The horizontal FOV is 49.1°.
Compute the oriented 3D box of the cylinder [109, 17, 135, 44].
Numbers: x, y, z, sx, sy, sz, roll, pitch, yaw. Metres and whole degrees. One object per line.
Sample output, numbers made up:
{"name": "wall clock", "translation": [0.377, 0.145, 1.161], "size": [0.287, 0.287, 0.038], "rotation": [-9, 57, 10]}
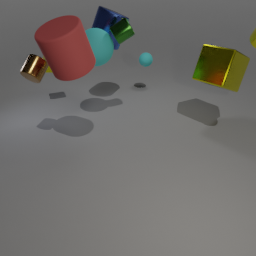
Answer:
{"name": "cylinder", "translation": [-0.214, -3.567, 10.309], "size": [0.700, 0.700, 0.700], "rotation": [-31, 31, 8]}

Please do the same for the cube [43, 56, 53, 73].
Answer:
{"name": "cube", "translation": [-3.425, -2.993, 12.661], "size": [0.700, 0.700, 0.700], "rotation": [-6, 59, -29]}

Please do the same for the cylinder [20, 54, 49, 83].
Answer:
{"name": "cylinder", "translation": [-3.088, -1.954, 9.265], "size": [0.700, 0.700, 0.700], "rotation": [15, 74, 24]}

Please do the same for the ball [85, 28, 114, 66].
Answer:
{"name": "ball", "translation": [-1.241, -3.071, 10.671], "size": [1.400, 1.400, 1.400], "rotation": [0, 30, 0]}

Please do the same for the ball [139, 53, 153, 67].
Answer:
{"name": "ball", "translation": [0.907, -3.478, 14.264], "size": [0.700, 0.700, 0.700], "rotation": [0, 30, 0]}

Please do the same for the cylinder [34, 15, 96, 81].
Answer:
{"name": "cylinder", "translation": [-1.835, -2.372, 8.365], "size": [1.400, 1.400, 1.400], "rotation": [-9, 46, 10]}

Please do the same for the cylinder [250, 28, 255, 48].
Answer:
{"name": "cylinder", "translation": [4.119, -2.818, 8.368], "size": [0.700, 0.700, 0.700], "rotation": [0, 74, 0]}

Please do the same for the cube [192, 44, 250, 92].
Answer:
{"name": "cube", "translation": [3.639, -2.331, 10.983], "size": [1.400, 1.400, 1.400], "rotation": [4, 18, -46]}

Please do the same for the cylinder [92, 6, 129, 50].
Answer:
{"name": "cylinder", "translation": [-0.826, -4.298, 12.071], "size": [1.400, 1.400, 1.400], "rotation": [20, 22, -9]}
